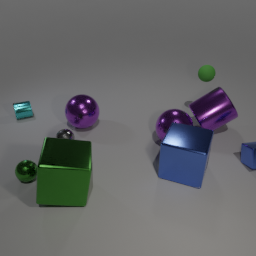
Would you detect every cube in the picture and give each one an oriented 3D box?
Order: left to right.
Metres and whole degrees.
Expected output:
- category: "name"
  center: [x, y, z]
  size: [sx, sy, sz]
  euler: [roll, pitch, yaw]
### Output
- category: "cube"
  center: [-1.835, 1.262, 8.170]
  size: [1.400, 1.400, 1.400]
  euler: [6, 30, -11]
- category: "cube"
  center: [1.876, 0.842, 9.077]
  size: [1.400, 1.400, 1.400]
  euler: [13, 35, 19]
- category: "cube"
  center: [4.331, 0.903, 9.473]
  size: [0.700, 0.700, 0.700]
  euler: [-6, 14, -10]

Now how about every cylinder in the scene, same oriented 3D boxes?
- category: "cylinder"
  center: [-4.606, -0.796, 12.291]
  size: [0.700, 0.700, 0.700]
  euler: [-13, 35, -20]
- category: "cylinder"
  center: [3.322, -0.677, 10.996]
  size: [1.400, 1.400, 1.400]
  euler: [-32, 31, 13]

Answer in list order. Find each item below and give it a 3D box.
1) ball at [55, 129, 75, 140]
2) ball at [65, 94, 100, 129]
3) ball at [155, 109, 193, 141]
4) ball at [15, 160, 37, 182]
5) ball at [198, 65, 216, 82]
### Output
- category: "ball"
  center: [-2.346, 0.380, 10.449]
  size: [0.700, 0.700, 0.700]
  euler: [0, 33, 0]
- category: "ball"
  center: [-1.864, -0.672, 11.431]
  size: [1.400, 1.400, 1.400]
  euler: [0, 33, 0]
- category: "ball"
  center: [1.725, -0.020, 10.433]
  size: [1.400, 1.400, 1.400]
  euler: [0, 33, 0]
- category: "ball"
  center: [-3.225, 1.363, 8.909]
  size: [0.700, 0.700, 0.700]
  euler: [0, 33, 0]
- category: "ball"
  center: [3.249, -2.254, 11.566]
  size: [0.700, 0.700, 0.700]
  euler: [0, 33, 0]
